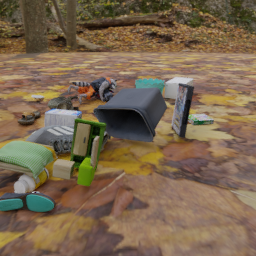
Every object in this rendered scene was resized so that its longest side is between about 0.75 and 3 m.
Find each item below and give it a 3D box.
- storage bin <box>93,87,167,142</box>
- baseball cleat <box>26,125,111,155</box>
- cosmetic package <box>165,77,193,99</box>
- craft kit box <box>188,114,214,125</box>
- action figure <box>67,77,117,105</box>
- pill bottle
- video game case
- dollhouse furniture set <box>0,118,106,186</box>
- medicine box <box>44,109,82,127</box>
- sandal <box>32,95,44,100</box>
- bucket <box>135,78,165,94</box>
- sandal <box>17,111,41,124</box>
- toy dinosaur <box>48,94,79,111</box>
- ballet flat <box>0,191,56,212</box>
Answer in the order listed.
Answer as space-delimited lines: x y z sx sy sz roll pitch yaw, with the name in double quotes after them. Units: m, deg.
0.228 -0.476 8.955 2.069 1.506 1.390 6 46 44 "storage bin"
-1.653 0.370 8.232 2.611 0.910 1.389 -19 27 -41 "baseball cleat"
2.905 -2.281 15.810 1.147 0.904 2.131 10 22 24 "cosmetic package"
2.883 -0.352 11.390 0.880 0.214 0.869 -4 17 -12 "craft kit box"
-1.566 -2.011 14.548 2.484 1.343 2.568 -21 28 -28 "action figure"
-2.245 1.216 6.506 0.434 0.434 0.781 8 20 21 "pill bottle"
1.869 -0.686 9.766 0.235 1.664 1.841 8 12 -1 "video game case"
-1.916 0.362 6.711 2.498 1.254 1.637 10 8 0 "dollhouse furniture set"
-2.313 -0.299 10.121 1.137 0.585 1.036 6 11 -2 "medicine box"
-4.748 -1.572 14.841 0.423 0.255 1.039 19 10 9 "sandal"
1.159 -2.035 14.951 1.571 1.022 1.571 1 19 0 "bucket"
-4.020 -0.500 11.444 0.632 0.422 1.546 3 19 8 "sandal"
-2.963 -1.069 12.351 2.428 0.934 1.242 21 21 39 "toy dinosaur"
-2.074 1.484 5.803 1.224 0.447 0.447 -2 19 1 "ballet flat"
